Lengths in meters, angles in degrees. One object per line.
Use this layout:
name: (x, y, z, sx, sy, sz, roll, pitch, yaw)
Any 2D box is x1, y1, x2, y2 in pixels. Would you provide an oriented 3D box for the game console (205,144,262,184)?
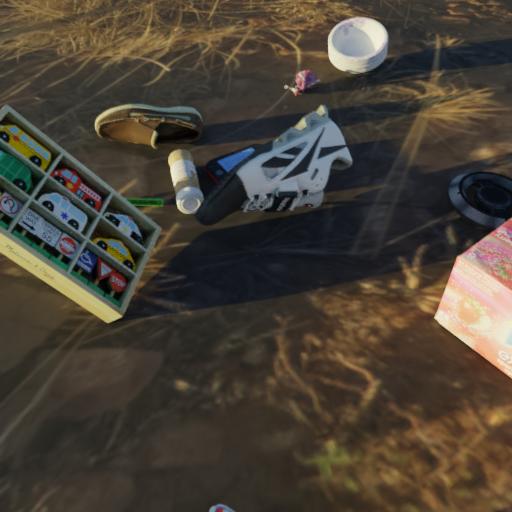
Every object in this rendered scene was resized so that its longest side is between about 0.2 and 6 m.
game console: (-0.159, -1.799, 11.849, 1.535, 0.238, 1.357, -26, 50, -23)

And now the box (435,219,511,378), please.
box: (4.466, 1.043, 8.075, 1.638, 1.511, 3.193, -29, 52, -26)

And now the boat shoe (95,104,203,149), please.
boat shoe: (-2.360, -2.843, 12.472, 2.379, 0.879, 0.880, -8, 51, -9)

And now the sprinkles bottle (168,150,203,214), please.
sprinkles bottle: (-1.437, -1.529, 11.361, 0.527, 0.527, 1.545, -9, 46, -9)

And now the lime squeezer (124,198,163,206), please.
lime squeezer: (-3.285, -0.929, 10.503, 2.960, 0.558, 1.045, -9, 34, -43)

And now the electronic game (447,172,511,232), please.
electronic game: (4.648, -1.089, 11.033, 1.731, 0.360, 1.731, 2, 47, -2)

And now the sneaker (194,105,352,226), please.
sneaker: (0.480, -1.363, 10.487, 3.483, 1.291, 1.542, -38, 93, -19)

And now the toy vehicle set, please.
toy vehicle set: (-3.132, -0.624, 8.882, 0.430, 3.242, 2.014, -26, 36, 37)

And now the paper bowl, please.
paper bowl: (2.718, -5.540, 15.004, 1.552, 0.807, 1.552, -3, 65, 8)

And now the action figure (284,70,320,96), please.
action figure: (1.167, -4.375, 14.410, 0.577, 0.642, 0.862, -18, 41, 49)

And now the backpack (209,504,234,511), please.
backpack: (-0.236, 3.919, 3.856, 2.746, 3.420, 3.737, -28, 57, -24)
